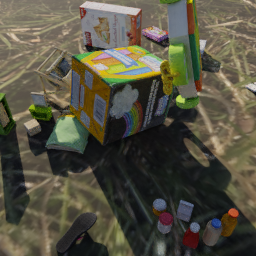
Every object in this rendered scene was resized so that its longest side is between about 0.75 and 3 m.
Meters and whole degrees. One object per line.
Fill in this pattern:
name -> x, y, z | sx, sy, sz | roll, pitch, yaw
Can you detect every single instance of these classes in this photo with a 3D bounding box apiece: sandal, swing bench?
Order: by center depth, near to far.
sandal -> -1.070, 2.191, 5.890 | 0.389, 0.234, 1.036 | 32, 67, 36
swing bench -> -2.013, -1.804, 9.384 | 1.547, 1.004, 1.539 | 12, 49, 12

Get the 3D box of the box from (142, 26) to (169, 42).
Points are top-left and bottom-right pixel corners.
box -> 1.250, -4.232, 12.541 | 0.719, 0.205, 1.051 | -33, 53, -29

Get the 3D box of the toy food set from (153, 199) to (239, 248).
toy food set -> 1.307, 1.870, 5.777 | 1.735, 0.781, 0.828 | 17, 46, 17

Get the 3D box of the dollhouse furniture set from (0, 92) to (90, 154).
dollhouse furniture set -> -2.365, -0.285, 7.822 | 2.740, 1.058, 1.369 | 7, 45, 7

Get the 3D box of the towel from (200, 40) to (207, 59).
towel -> 2.692, -3.203, 11.341 | 0.814, 0.421, 0.983 | 12, 47, 14

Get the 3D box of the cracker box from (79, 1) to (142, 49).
cracker box -> -0.687, -4.054, 11.338 | 2.414, 1.617, 0.696 | 15, 47, 16

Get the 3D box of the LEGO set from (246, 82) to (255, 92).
LEGO set -> 4.861, -1.197, 9.426 | 1.052, 0.346, 1.408 | -20, 36, -18

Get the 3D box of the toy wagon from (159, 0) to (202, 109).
toy wagon -> 1.036, -1.443, 5.188 | 0.546, 2.143, 2.762 | -6, 32, 17

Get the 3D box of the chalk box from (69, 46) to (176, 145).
chalk box -> 0.081, -1.097, 7.950 | 2.948, 1.840, 1.828 | -20, 46, -36
